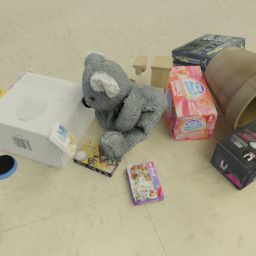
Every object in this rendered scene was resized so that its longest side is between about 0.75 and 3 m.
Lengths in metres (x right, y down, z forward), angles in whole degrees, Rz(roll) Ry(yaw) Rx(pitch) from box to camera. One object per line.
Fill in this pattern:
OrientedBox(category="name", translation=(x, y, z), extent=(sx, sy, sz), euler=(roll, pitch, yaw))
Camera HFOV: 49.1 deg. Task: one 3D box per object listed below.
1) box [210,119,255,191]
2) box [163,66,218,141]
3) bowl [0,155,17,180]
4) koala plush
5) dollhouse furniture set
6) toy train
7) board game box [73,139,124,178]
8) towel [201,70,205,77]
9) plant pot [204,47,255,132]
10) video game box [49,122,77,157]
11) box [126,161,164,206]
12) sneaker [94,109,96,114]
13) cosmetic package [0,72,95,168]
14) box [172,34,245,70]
OrientedBox(category="box", translation=(4.157, 0.772, 9.384), extent=(2.301, 1.220, 1.406), euler=(-26, 52, -22))
OrientedBox(category="box", translation=(2.305, -1.036, 10.943), extent=(1.498, 1.382, 2.919), euler=(-1, 47, -1))
OrientedBox(category="bowl", translation=(-4.310, 1.316, 9.596), extent=(0.960, 0.188, 0.960), euler=(0, 47, 0))
OrientedBox(category="koala plush", translation=(-0.408, -1.093, 9.180), extent=(2.681, 2.917, 2.587), euler=(-32, 34, 10))
OrientedBox(category="dollhouse furniture set", translation=(0.708, -1.773, 11.446), extent=(1.969, 2.070, 1.687), euler=(8, 29, 7))
OrientedBox(category="toy train", translation=(-5.118, -1.625, 11.968), extent=(2.812, 0.782, 2.112), euler=(-4, 46, -8))
OrientedBox(category="board game box", translation=(-1.013, 1.040, 9.802), extent=(1.467, 0.254, 0.994), euler=(20, 50, 18))
OrientedBox(category="towel", translation=(4.514, -2.839, 12.618), extent=(2.995, 0.341, 2.151), euler=(7, 37, 33))
OrientedBox(category="plant pot", translation=(4.276, -1.569, 10.323), extent=(2.994, 2.994, 2.598), euler=(-21, 52, -18))
OrientedBox(category="video game box", translation=(-1.849, 0.318, 8.096), extent=(0.196, 0.836, 0.762), euler=(-35, 28, 20))
OrientedBox(category="box", translation=(0.531, 1.775, 9.111), extent=(0.949, 0.271, 1.387), euler=(-8, 48, -7))
OrientedBox(category="sneaker", translation=(-1.034, -1.855, 11.605), extent=(0.995, 1.519, 2.630), euler=(3, 47, 3))
OrientedBox(category="cosmetic package", translation=(-3.020, -0.387, 10.118), extent=(2.744, 1.692, 2.753), euler=(15, 49, 13))
OrientedBox(category="box", translation=(3.843, -3.683, 13.382), extent=(2.814, 0.718, 2.219), euler=(-32, 37, -29))
